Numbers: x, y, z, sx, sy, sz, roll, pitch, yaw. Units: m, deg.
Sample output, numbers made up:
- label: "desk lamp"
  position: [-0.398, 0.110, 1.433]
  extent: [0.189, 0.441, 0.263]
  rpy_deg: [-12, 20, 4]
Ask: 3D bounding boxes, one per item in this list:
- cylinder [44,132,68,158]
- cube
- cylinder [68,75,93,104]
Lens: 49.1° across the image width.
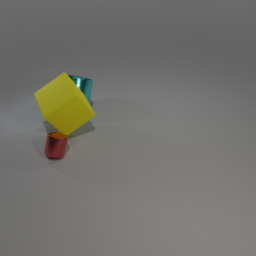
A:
- label: "cylinder"
  position: [-2.442, 0.565, 9.530]
  extent: [0.700, 0.700, 0.700]
  rpy_deg: [14, 14, -3]
- label: "cube"
  position: [-2.300, -0.846, 10.222]
  extent: [1.400, 1.400, 1.400]
  rpy_deg: [-35, 52, 2]
- label: "cylinder"
  position: [-2.270, -1.463, 11.895]
  extent: [1.400, 1.400, 1.400]
  rpy_deg: [9, 5, -1]
